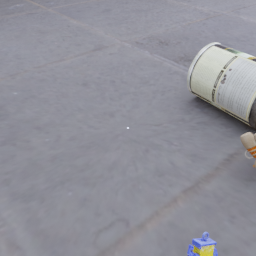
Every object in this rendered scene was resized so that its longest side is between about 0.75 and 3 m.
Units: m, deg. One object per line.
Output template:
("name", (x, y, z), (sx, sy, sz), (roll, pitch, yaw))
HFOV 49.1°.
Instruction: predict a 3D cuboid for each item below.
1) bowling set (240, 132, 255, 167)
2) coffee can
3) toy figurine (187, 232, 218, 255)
("bowling set", (2.780, 0.379, 4.853), (1.281, 1.841, 0.988), (-23, 82, -48))
("coffee can", (2.835, -1.127, 7.227), (1.568, 1.568, 2.142), (-24, 44, -28))
("toy figurine", (1.185, 1.797, 3.943), (1.059, 0.634, 0.558), (6, -5, -28))
